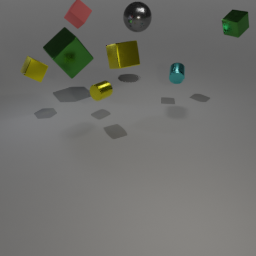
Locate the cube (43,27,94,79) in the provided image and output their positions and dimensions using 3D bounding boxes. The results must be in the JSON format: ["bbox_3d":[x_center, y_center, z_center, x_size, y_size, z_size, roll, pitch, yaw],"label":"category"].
[{"bbox_3d":[-2.703,-3.398,12.691,1.400,1.400,1.400,-43,49,0],"label":"cube"}]

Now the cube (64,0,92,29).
[{"bbox_3d":[-1.995,-4.534,11.149,0.700,0.700,0.700,-2,59,58],"label":"cube"}]

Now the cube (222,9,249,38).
[{"bbox_3d":[4.174,-4.057,10.869,0.700,0.700,0.700,-44,46,-13],"label":"cube"}]

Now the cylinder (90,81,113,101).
[{"bbox_3d":[-1.112,-1.544,11.642,0.700,0.700,0.700,23,37,34],"label":"cylinder"}]

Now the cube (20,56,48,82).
[{"bbox_3d":[-3.585,-2.255,10.704,0.700,0.700,0.700,22,8,-38],"label":"cube"}]

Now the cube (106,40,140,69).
[{"bbox_3d":[-0.149,-2.137,8.202,0.700,0.700,0.700,-17,17,-25],"label":"cube"}]

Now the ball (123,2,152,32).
[{"bbox_3d":[0.460,-5.414,13.687,1.400,1.400,1.400,0,30,0],"label":"ball"}]

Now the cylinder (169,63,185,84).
[{"bbox_3d":[2.220,-2.472,12.673,0.700,0.700,0.700,5,52,8],"label":"cylinder"}]
